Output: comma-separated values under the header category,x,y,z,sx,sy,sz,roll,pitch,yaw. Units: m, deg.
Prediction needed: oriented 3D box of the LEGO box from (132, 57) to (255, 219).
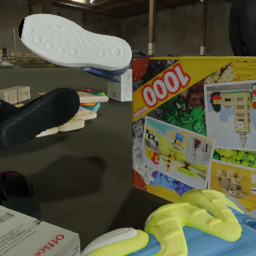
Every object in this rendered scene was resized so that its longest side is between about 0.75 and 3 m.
category,x,y,z,sx,sy,sz,roll,pitch,yaw
LEGO box,1.258,0.092,3.341,2.465,1.836,0.951,12,19,41

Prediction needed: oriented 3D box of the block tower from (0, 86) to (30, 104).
category,x,y,z,sx,sy,sz,roll,pitch,yaw
block tower,-4.729,-1.328,11.425,0.597,0.558,2.064,3,14,7

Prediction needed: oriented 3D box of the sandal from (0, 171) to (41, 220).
category,x,y,z,sx,sy,sz,roll,pitch,yaw
sandal,-1.459,0.793,3.634,0.529,0.337,1.406,-10,18,-34

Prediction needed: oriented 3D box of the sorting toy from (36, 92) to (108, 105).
category,x,y,z,sx,sy,sz,roll,pitch,yaw
sorting toy,-1.570,-0.994,9.635,2.593,0.382,1.917,-7,15,-40

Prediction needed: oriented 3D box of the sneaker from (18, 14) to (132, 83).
category,x,y,z,sx,sy,sz,roll,pitch,yaw
sneaker,-0.970,-1.466,5.539,2.052,0.827,1.503,11,-1,-9

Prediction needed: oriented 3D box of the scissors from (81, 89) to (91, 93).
category,x,y,z,sx,sy,sz,roll,pitch,yaw
scissors,-2.240,-1.901,14.631,0.576,0.110,1.574,1,15,-4

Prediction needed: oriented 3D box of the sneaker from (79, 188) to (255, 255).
category,x,y,z,sx,sy,sz,roll,pitch,yaw
sneaker,0.532,1.025,1.525,1.319,0.951,2.511,9,16,31

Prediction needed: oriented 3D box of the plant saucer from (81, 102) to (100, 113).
category,x,y,z,sx,sy,sz,roll,pitch,yaw
plant saucer,-1.378,-0.684,9.742,0.632,0.172,1.809,0,14,2

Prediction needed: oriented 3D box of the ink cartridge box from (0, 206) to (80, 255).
category,x,y,z,sx,sy,sz,roll,pitch,yaw
ink cartridge box,-1.032,1.089,2.250,1.074,0.451,0.784,8,16,28

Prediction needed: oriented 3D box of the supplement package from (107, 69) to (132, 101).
category,x,y,z,sx,sy,sz,roll,pitch,yaw
supplement package,0.154,-1.924,12.329,1.698,1.249,1.624,-6,16,-23

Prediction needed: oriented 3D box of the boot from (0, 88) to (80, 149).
category,x,y,z,sx,sy,sz,roll,pitch,yaw
boot,-2.530,-0.454,6.607,1.896,0.862,2.257,18,40,33

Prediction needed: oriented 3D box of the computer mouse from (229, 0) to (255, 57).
category,x,y,z,sx,sy,sz,roll,pitch,yaw
computer mouse,2.952,-2.270,6.722,0.650,2.467,1.708,-7,4,-23

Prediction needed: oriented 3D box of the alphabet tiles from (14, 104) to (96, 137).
category,x,y,z,sx,sy,sz,roll,pitch,yaw
alphabet tiles,-2.533,-0.351,7.978,2.910,0.217,2.975,-12,21,-34
